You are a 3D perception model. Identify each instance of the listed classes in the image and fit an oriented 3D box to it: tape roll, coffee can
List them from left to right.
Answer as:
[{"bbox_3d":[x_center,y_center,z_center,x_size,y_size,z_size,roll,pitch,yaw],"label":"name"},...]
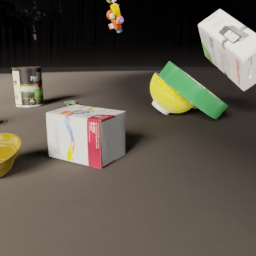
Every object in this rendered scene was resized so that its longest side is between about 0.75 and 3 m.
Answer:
[{"bbox_3d":[-4.763,-1.992,13.414,1.331,1.818,1.331,0,15,0],"label":"coffee can"},{"bbox_3d":[2.526,-1.479,10.874,2.846,0.684,2.846,34,16,-11],"label":"tape roll"}]

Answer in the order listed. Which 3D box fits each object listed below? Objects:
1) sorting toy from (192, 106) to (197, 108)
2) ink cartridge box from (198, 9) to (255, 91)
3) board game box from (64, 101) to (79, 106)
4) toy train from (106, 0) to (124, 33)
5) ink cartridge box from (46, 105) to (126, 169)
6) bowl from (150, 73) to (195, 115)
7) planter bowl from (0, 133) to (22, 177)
[{"bbox_3d":[3.086,-1.037,13.121,0.876,0.148,0.422,6,17,19],"label":"sorting toy"},{"bbox_3d":[3.751,-2.786,10.057,1.030,1.783,2.451,-35,54,3],"label":"ink cartridge box"},{"bbox_3d":[-2.780,-1.217,13.848,0.530,0.119,1.012,-9,18,-22],"label":"board game box"},{"bbox_3d":[-0.361,-2.312,5.381,0.293,1.053,0.791,-22,27,-3],"label":"toy train"},{"bbox_3d":[-1.020,0.143,6.901,1.619,1.171,1.176,8,17,27],"label":"ink cartridge box"},{"bbox_3d":[1.627,-1.204,11.421,2.072,1.115,2.072,33,16,-11],"label":"bowl"},{"bbox_3d":[-2.863,0.685,5.860,1.362,0.567,1.362,-4,29,2],"label":"planter bowl"}]
